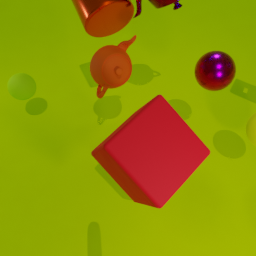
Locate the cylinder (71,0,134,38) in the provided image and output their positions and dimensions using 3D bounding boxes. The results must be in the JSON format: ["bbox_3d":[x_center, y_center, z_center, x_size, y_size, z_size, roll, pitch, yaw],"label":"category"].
[{"bbox_3d":[-0.636,-2.934,6.390,1.214,1.214,1.214,-21,78,-16],"label":"cylinder"}]

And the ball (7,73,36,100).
[{"bbox_3d":[-2.803,-1.092,7.412,0.720,0.720,0.720,0,50,0],"label":"ball"}]

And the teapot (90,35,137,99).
[{"bbox_3d":[-0.293,-1.342,6.099,0.959,1.542,0.755,25,10,-31],"label":"teapot"}]

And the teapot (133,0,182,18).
[{"bbox_3d":[0.814,-2.866,5.735,1.853,0.907,1.152,-15,28,24],"label":"teapot"}]

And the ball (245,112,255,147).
[{"bbox_3d":[3.127,0.031,6.259,0.927,0.927,0.927,0,50,0],"label":"ball"}]

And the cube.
[{"bbox_3d":[0.291,0.385,4.350,1.147,1.147,1.147,-43,94,-19],"label":"cube"}]

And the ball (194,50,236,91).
[{"bbox_3d":[1.900,-1.245,6.129,0.872,0.872,0.872,0,50,0],"label":"ball"}]
